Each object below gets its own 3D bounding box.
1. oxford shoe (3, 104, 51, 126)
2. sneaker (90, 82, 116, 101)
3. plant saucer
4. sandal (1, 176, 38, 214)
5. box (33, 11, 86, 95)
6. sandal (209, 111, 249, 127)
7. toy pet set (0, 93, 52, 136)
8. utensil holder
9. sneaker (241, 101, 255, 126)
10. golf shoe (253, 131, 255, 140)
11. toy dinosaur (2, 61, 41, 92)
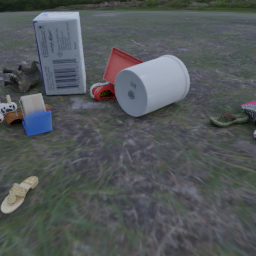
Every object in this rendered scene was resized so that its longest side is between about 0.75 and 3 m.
[{"bbox_3d":[-3.013,-0.361,8.593,1.429,0.510,0.509,-18,58,-27],"label":"oxford shoe"},{"bbox_3d":[-0.543,-1.381,10.419,1.722,0.663,0.731,-22,46,-23],"label":"sneaker"},{"bbox_3d":[-0.134,-2.038,10.213,1.427,0.262,1.429,22,66,-18],"label":"plant saucer"},{"bbox_3d":[-2.172,1.205,5.559,0.382,0.343,1.043,8,29,16],"label":"sandal"},{"bbox_3d":[-2.611,-3.111,11.276,1.570,2.752,2.992,-5,27,-6],"label":"box"},{"bbox_3d":[3.066,-0.345,8.506,1.344,0.383,0.534,-9,29,-17],"label":"sandal"},{"bbox_3d":[-3.199,-0.202,7.825,1.873,1.065,2.006,-15,-1,-25],"label":"toy pet set"},{"bbox_3d":[0.770,-1.377,9.207,1.951,1.658,1.658,-26,37,-35],"label":"utensil holder"},{"bbox_3d":[3.955,-0.406,8.374,0.705,0.836,1.912,-18,3,8],"label":"sneaker"},{"bbox_3d":[3.576,0.216,7.446,0.295,0.374,0.812,3,26,6],"label":"golf shoe"},{"bbox_3d":[-4.217,-2.067,11.512,1.345,1.012,2.630,19,24,9],"label":"toy dinosaur"}]
